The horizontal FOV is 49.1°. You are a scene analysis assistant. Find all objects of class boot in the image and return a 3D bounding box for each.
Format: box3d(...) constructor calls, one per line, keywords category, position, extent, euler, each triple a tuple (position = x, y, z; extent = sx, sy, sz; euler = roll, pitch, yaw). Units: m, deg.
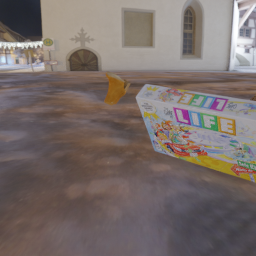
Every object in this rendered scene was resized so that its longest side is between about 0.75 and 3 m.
box3d(category="boot", position=(-0.586, -1.425, 10.605), extent=(0.563, 1.145, 1.599), euler=(42, 13, 26))

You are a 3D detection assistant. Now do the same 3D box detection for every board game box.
box3d(category="board game box", position=(1.296, 0.091, 4.611), extent=(2.193, 1.474, 0.375), euler=(15, 55, 34))

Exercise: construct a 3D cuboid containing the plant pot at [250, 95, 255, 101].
box3d(category="plant pot", position=(3.917, -0.624, 8.390), extent=(0.387, 0.839, 0.839), euler=(33, 12, -7))
